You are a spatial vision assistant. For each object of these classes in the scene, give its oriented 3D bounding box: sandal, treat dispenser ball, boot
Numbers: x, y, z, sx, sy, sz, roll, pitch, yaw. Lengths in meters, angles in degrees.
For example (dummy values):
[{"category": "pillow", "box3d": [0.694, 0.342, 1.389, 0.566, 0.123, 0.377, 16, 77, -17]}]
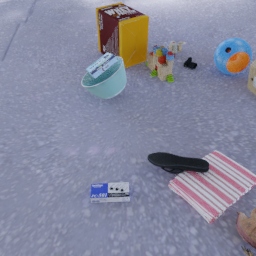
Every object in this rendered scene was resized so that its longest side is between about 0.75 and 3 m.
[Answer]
[{"category": "sandal", "box3d": [1.726, 1.337, 9.859, 2.168, 0.519, 0.815, 9, 27, 14]}, {"category": "treat dispenser ball", "box3d": [5.465, -3.743, 14.618, 1.860, 1.860, 1.860, 0, 42, 0]}, {"category": "boot", "box3d": [3.557, -3.589, 15.548, 0.690, 0.314, 0.821, 25, 54, 30]}]

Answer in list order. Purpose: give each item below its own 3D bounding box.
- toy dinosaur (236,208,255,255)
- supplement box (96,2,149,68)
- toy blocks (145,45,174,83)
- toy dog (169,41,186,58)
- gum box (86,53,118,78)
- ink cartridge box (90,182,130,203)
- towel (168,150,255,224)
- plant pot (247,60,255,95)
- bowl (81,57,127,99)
[{"category": "toy dinosaur", "box3d": [3.530, 3.056, 7.852, 1.371, 0.868, 2.023, -24, 40, -13]}, {"category": "supplement box", "box3d": [-0.346, -5.209, 15.663, 1.737, 2.581, 2.616, -25, 48, -25]}, {"category": "toy blocks", "box3d": [1.682, -3.566, 14.630, 1.110, 1.518, 2.221, -16, 44, -17]}, {"category": "toy dog", "box3d": [2.760, -4.681, 16.638, 1.043, 0.762, 1.581, 13, 29, 18]}, {"category": "gum box", "box3d": [-1.140, -2.701, 11.994, 1.223, 0.321, 1.440, -38, 23, -1]}, {"category": "ink cartridge box", "box3d": [-0.584, 2.127, 9.246, 1.270, 0.281, 0.597, -2, 41, -1]}, {"category": "towel", "box3d": [2.928, 1.860, 9.518, 2.602, 0.389, 1.904, -27, 46, -27]}, {"category": "plant pot", "box3d": [6.894, -2.368, 13.038, 1.918, 2.163, 2.166, -23, 46, -6]}, {"category": "bowl", "box3d": [-0.941, -2.207, 13.067, 2.217, 1.160, 2.217, -22, 37, 18]}]
